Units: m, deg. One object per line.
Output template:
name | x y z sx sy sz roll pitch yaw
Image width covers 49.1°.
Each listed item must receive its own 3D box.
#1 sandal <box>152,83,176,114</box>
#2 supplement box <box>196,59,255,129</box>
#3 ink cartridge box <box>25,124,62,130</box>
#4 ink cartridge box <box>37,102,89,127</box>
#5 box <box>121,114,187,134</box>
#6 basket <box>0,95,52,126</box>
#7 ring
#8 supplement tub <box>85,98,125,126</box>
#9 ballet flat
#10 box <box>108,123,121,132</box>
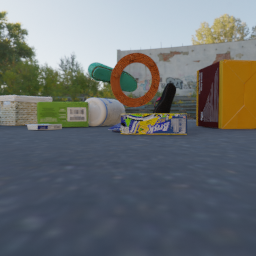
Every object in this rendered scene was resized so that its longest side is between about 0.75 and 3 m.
sandal | 1.424 -0.946 11.515 0.464 2.059 0.773 -4 -37 48
supplement box | 3.962 -1.248 11.174 1.669 2.479 2.513 0 2 -7
ink cartridge box | -2.872 -0.036 9.492 0.916 0.186 0.917 -2 3 -44
ink cartridge box | -2.963 -0.581 12.537 2.068 1.060 2.798 -1 1 -17
box | 0.639 -0.106 7.015 1.623 0.522 0.569 1 3 6
basket | -5.338 -0.888 14.561 1.647 1.499 2.430 2 4 33
ring | 0.321 -1.724 10.253 2.004 2.004 0.192 -1 16 -23
supplement tub | -1.172 -0.765 13.538 1.342 1.342 2.034 1 4 27
ballet flat | -0.568 -1.943 10.373 2.183 0.735 0.768 13 25 -42
box | -0.027 -0.073 8.155 0.628 0.168 1.037 2 22 44
